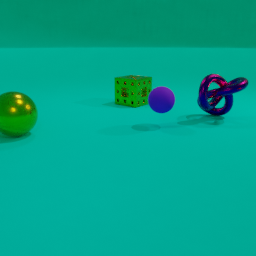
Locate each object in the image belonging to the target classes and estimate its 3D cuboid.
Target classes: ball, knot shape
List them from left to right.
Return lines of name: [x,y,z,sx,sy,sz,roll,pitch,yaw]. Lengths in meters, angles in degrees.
ball: [-2.941,-0.362,7.249,1.168,1.168,1.168,0,18,0]
ball: [0.949,-0.795,7.936,0.766,0.766,0.766,0,18,0]
knot shape: [2.929,-1.097,8.670,1.603,0.791,1.713,-29,-31,12]

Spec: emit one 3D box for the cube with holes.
cube with holes: [0.207,-1.459,10.912,1.043,1.043,1.043,13,22,36]
